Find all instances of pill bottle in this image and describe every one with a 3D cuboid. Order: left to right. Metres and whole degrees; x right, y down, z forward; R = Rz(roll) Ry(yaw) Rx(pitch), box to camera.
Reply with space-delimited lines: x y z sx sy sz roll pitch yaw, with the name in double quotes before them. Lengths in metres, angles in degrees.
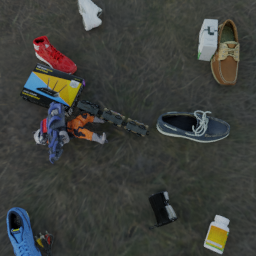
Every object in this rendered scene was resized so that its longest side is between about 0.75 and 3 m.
"pill bottle" 3.010 3.544 9.389 0.616 0.616 1.110 22 73 7

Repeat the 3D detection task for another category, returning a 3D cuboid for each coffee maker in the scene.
"coffee maker" 1.066 2.758 9.519 0.989 0.694 1.030 -4 57 -30

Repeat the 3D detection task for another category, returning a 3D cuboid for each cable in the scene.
"cable" -2.690 4.069 9.481 0.557 0.289 1.148 -21 85 -18

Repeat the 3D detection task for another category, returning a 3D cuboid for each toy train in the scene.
"toy train" -0.524 -0.366 10.514 2.872 0.658 0.490 23 103 -4

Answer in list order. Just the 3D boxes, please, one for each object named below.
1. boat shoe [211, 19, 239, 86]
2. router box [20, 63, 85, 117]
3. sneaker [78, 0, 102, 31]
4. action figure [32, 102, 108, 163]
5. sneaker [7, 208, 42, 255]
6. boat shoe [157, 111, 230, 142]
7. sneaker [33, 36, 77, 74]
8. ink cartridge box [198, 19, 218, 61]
"boat shoe" 3.993 -3.117 11.407 1.076 1.050 2.843 0 71 0
"router box" -2.969 -1.529 11.145 2.075 0.530 1.548 20 72 6
"sneaker" -1.658 -5.233 12.378 0.956 0.750 1.925 -14 81 -12
"action figure" -2.086 0.352 10.026 2.651 1.433 2.741 -4 48 1
"sneaker" -3.472 3.781 9.165 0.783 0.932 2.376 -20 74 -9
"boat shoe" 2.496 -0.135 10.501 2.786 0.862 1.043 10 72 3
"sneaker" -3.034 -2.936 11.292 1.999 1.155 0.783 27 73 9
"ink cartridge box" 3.308 -3.651 11.626 0.565 0.997 1.360 8 70 3
